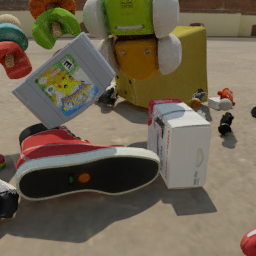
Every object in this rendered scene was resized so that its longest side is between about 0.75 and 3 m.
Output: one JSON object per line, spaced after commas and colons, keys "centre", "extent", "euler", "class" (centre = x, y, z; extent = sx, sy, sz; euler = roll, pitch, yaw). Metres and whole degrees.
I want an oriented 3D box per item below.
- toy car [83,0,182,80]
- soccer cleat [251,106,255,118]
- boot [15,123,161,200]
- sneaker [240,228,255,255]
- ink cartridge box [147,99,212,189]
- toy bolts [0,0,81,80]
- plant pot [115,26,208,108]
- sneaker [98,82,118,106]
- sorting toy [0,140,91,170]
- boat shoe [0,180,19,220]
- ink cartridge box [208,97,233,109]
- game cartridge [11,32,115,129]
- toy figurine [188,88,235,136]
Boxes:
{"centre": [0.260, -2.619, 7.255], "extent": [2.251, 2.572, 1.929], "euler": [3, 50, 18], "class": "toy car"}
{"centre": [4.780, -0.449, 9.708], "extent": [0.454, 0.423, 1.241], "euler": [24, 6, -20], "class": "soccer cleat"}
{"centre": [-0.851, 0.450, 5.961], "extent": [2.807, 1.017, 2.025], "euler": [0, 28, -18], "class": "boot"}
{"centre": [2.346, 1.792, 3.588], "extent": [1.582, 0.620, 0.914], "euler": [2, 20, 8], "class": "sneaker"}
{"centre": [1.042, 0.261, 6.344], "extent": [0.804, 1.424, 1.940], "euler": [-3, 21, -9], "class": "ink cartridge box"}
{"centre": [-2.264, -2.356, 7.249], "extent": [2.416, 2.308, 1.676], "euler": [-18, 62, 6], "class": "toy bolts"}
{"centre": [1.070, -2.280, 11.231], "extent": [2.980, 2.913, 2.894], "euler": [-21, 28, -21], "class": "plant pot"}
{"centre": [-1.029, -1.405, 11.580], "extent": [1.078, 0.792, 2.383], "euler": [-1, 18, 6], "class": "sneaker"}
{"centre": [-1.871, 0.627, 6.717], "extent": [2.873, 0.486, 1.385], "euler": [-12, 25, -29], "class": "sorting toy"}
{"centre": [-2.976, 1.004, 4.899], "extent": [2.113, 0.789, 0.980], "euler": [11, -8, 26], "class": "boat shoe"}
{"centre": [3.645, -1.001, 11.071], "extent": [0.787, 0.329, 0.571], "euler": [-8, 23, -19], "class": "ink cartridge box"}
{"centre": [-1.118, -0.795, 5.197], "extent": [1.687, 1.125, 0.341], "euler": [-40, 28, 1], "class": "game cartridge"}
{"centre": [2.528, -0.492, 8.483], "extent": [1.327, 1.348, 0.938], "euler": [5, 38, 22], "class": "toy figurine"}
